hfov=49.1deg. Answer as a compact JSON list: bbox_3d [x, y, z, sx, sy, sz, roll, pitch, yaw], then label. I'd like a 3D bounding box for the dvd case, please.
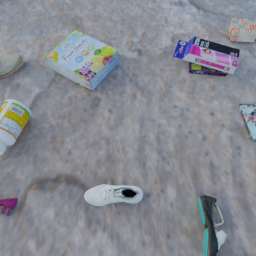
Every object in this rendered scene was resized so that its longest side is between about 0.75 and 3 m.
[{"bbox_3d":[5.044,-0.306,10.773,1.168,0.176,1.600,-6,59,-3],"label":"dvd case"}]

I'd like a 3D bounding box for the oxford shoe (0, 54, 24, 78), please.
[{"bbox_3d":[-5.577,-2.592,11.678,2.418,0.892,0.856,-28,64,-15],"label":"oxford shoe"}]

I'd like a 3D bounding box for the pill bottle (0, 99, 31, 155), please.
[{"bbox_3d":[-4.396,-0.021,10.109,1.035,1.035,1.864,16,62,9],"label":"pill bottle"}]

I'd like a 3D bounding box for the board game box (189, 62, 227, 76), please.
[{"bbox_3d":[3.449,-2.724,12.156,1.602,0.259,0.961,6,64,3],"label":"board game box"}]

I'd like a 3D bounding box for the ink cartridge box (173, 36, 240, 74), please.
[{"bbox_3d":[3.360,-3.194,11.966,2.674,0.496,1.266,17,55,8],"label":"ink cartridge box"}]

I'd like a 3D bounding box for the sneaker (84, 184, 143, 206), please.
[{"bbox_3d":[-0.468,2.088,8.983,1.912,0.833,0.712,-5,71,-1],"label":"sneaker"}]

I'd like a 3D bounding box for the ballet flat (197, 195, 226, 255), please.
[{"bbox_3d":[2.578,3.033,8.510,0.704,0.700,2.058,-1,60,5],"label":"ballet flat"}]

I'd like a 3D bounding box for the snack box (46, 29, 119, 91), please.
[{"bbox_3d":[-1.906,-2.924,11.929,2.366,0.801,1.995,29,65,17],"label":"snack box"}]

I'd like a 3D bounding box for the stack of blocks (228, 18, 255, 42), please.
[{"bbox_3d":[5.671,-4.504,12.927,1.829,0.536,1.053,5,54,3],"label":"stack of blocks"}]

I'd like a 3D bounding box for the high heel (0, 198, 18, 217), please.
[{"bbox_3d":[-4.256,2.310,9.095,1.310,0.442,0.630,27,73,-1],"label":"high heel"}]
